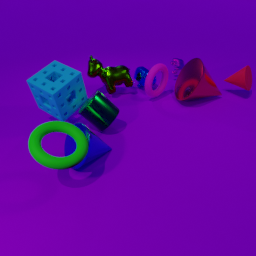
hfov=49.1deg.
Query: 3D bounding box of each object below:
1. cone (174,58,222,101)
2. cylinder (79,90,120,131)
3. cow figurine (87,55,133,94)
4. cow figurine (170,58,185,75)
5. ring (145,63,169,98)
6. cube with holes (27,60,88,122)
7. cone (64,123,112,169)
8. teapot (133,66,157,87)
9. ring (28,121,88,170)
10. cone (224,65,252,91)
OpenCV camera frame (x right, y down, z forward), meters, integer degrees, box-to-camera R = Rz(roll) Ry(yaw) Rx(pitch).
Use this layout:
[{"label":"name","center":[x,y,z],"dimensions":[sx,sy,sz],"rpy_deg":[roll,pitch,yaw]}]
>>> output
[{"label":"cone","center":[2.854,-1.505,10.345],"dimensions":[1.630,1.623,1.623],"rpy_deg":[19,26,-21]},{"label":"cylinder","center":[-0.873,-0.516,8.489],"dimensions":[0.902,0.902,0.902],"rpy_deg":[41,28,-17]},{"label":"cow figurine","center":[-0.720,-2.123,10.669],"dimensions":[1.636,1.610,0.898],"rpy_deg":[-22,10,-8]},{"label":"cow figurine","center":[2.375,-2.485,11.983],"dimensions":[1.018,0.568,1.034],"rpy_deg":[2,69,-15]},{"label":"ring","center":[1.066,-1.738,10.328],"dimensions":[0.258,1.289,1.289],"rpy_deg":[27,40,33]},{"label":"cube with holes","center":[-2.116,-1.137,8.586],"dimensions":[1.140,1.140,1.140],"rpy_deg":[28,57,26]},{"label":"cone","center":[-0.882,0.516,7.455],"dimensions":[1.179,1.175,1.175],"rpy_deg":[9,20,-41]},{"label":"teapot","center":[0.656,-1.962,11.263],"dimensions":[0.975,0.768,1.569],"rpy_deg":[32,10,-34]},{"label":"ring","center":[-1.548,0.361,6.305],"dimensions":[1.314,0.263,1.314],"rpy_deg":[12,45,-12]},{"label":"cone","center":[4.104,-1.852,10.654],"dimensions":[0.940,0.937,0.937],"rpy_deg":[0,26,39]}]
